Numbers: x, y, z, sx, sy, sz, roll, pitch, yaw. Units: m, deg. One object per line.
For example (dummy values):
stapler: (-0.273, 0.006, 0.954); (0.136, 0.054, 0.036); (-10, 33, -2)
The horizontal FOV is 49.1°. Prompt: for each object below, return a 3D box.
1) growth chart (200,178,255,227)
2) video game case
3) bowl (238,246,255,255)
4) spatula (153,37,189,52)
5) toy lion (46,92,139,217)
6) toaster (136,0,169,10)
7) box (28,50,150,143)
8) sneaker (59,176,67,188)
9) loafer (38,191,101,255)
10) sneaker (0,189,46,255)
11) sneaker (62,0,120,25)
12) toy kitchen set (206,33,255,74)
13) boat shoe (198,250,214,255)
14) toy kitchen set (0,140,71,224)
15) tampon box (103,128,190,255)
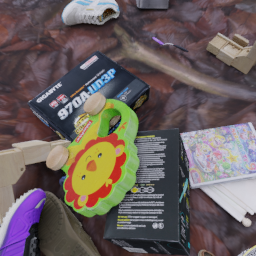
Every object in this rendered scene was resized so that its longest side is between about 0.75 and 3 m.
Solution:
growth chart: (3.366, 1.177, 7.707); (2.964, 0.263, 2.145); (-33, 64, -18)
video game case: (2.617, 0.713, 7.764); (2.273, 0.205, 1.628); (-9, 57, -4)
bowl: (2.773, 3.341, 5.869); (1.965, 0.922, 1.965); (2, 79, -12)
spatula: (1.510, -2.963, 9.992); (1.391, 0.143, 0.393); (22, 26, 14)
toy lion: (-0.606, 0.555, 6.242); (2.446, 0.876, 2.552); (20, 74, 50)
toaster: (0.957, -5.543, 11.379); (1.495, 0.887, 1.352); (2, 58, 2)
box: (-1.126, -0.853, 8.668); (2.362, 0.684, 2.972); (38, 66, 20)
sneaker: (-0.966, 1.393, 7.413); (1.642, 0.607, 0.675); (5, 54, -3)
loafer: (-1.494, 2.597, 6.510); (1.043, 0.925, 2.744); (-40, 51, -10)
sneaker: (-2.170, 2.572, 5.859); (1.243, 0.869, 2.498); (22, 67, 8)
sneaker: (-1.425, -4.422, 10.742); (2.244, 0.859, 0.907); (-22, 65, -10)
toy kitchen set: (3.932, -3.104, 9.536); (1.682, 1.518, 1.373); (38, 65, 16)
boat shoe: (2.051, 3.227, 6.409); (1.024, 0.368, 0.388); (38, 66, 20)
toy kitchen set: (-2.572, 1.266, 7.439); (1.934, 1.578, 1.744); (-11, 97, -30)
tampon box: (0.569, 1.490, 6.436); (1.505, 1.787, 2.385); (-5, 57, 18)
